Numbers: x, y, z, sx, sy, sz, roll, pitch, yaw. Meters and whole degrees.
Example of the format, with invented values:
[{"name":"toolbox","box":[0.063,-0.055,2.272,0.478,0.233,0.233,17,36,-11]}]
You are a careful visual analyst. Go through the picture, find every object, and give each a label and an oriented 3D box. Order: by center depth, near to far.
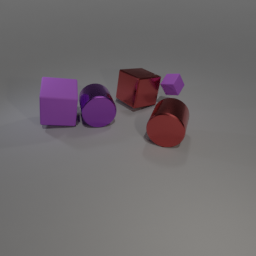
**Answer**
[{"name":"cylinder","box":[1.512,-0.224,10.441,1.400,1.400,1.400,9,32,14]},{"name":"cube","box":[-2.787,-1.064,11.318,1.400,1.400,1.400,2,42,-14]},{"name":"cylinder","box":[-1.292,-0.958,11.664,1.400,1.400,1.400,-7,32,-12]},{"name":"cube","box":[2.014,-1.966,12.657,0.700,0.700,0.700,8,55,41]},{"name":"cube","box":[0.462,-1.884,12.984,1.400,1.400,1.400,-13,34,-38]}]
